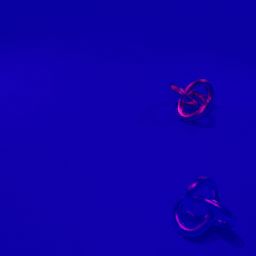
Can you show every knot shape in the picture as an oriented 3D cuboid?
[{"bbox_3d":[1.500,1.556,5.666,1.284,1.202,0.593,-3,13,15],"label":"knot shape"},{"bbox_3d":[1.989,-1.033,9.128,1.544,0.762,1.650,31,55,13],"label":"knot shape"}]
